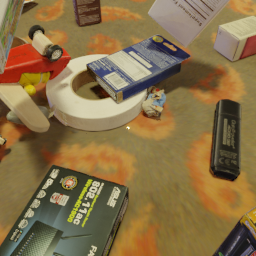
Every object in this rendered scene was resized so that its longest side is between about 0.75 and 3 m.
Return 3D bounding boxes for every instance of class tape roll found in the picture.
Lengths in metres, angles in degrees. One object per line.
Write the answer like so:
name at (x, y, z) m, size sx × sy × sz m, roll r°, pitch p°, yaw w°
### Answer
tape roll at (-0.878, -1.109, 8.046) m, size 2.891 × 0.528 × 2.891 m, roll 0°, pitch 48°, yaw 0°

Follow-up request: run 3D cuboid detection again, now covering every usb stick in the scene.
usb stick at (2.473, 0.171, 6.973) m, size 0.682 × 0.401 × 2.458 m, roll 16°, pitch 49°, yaw 6°

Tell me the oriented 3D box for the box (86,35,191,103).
box at (0.340, -1.795, 8.013) m, size 2.632 × 0.426 × 1.594 m, roll -29°, pitch 53°, yaw -21°

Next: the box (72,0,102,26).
box at (-1.620, -5.005, 10.634) m, size 0.986 × 1.969 × 0.738 m, roll -15°, pitch 48°, yaw -14°

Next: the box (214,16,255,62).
box at (3.952, -3.082, 9.617) m, size 1.604 × 0.874 × 1.026 m, roll -21°, pitch 51°, yaw -18°

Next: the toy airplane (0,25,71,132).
toy airplane at (-3.092, -1.208, 7.148) m, size 2.856 × 2.024 × 2.868 m, roll 10°, pitch 54°, yaw -7°

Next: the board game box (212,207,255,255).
board game box at (2.743, 1.514, 4.359) m, size 2.917 × 2.412 × 0.827 m, roll -22°, pitch 51°, yaw -19°

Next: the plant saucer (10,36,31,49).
plant saucer at (-4.429, -2.301, 9.206) m, size 2.954 × 0.474 × 2.954 m, roll 1°, pitch 47°, yaw -1°

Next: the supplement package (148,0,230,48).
supplement package at (1.911, -3.555, 7.051) m, size 1.445 × 2.413 × 1.463 m, roll 41°, pitch 51°, yaw -3°

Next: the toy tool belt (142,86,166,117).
toy tool belt at (0.820, -0.759, 7.637) m, size 0.573 × 0.582 × 0.932 m, roll -8°, pitch 48°, yaw 40°

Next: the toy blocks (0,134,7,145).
toy blocks at (-4.681, 0.437, 6.087) m, size 2.353 × 2.518 × 2.119 m, roll 24°, pitch 84°, yaw 35°

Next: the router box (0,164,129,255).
router box at (-1.130, 1.914, 5.156) m, size 1.699 × 0.704 × 2.267 m, roll 14°, pitch 49°, yaw 12°

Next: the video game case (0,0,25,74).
video game case at (-2.016, -2.023, 4.776) m, size 0.219 × 1.806 × 1.984 m, roll 16°, pitch 85°, yaw -20°

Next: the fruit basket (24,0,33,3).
fruit basket at (-5.166, -5.487, 11.798) m, size 1.883 × 0.953 × 2.033 m, roll 20°, pitch 48°, yaw 17°
